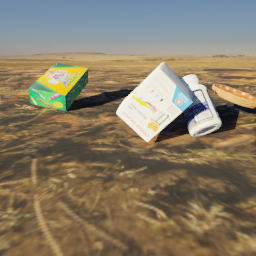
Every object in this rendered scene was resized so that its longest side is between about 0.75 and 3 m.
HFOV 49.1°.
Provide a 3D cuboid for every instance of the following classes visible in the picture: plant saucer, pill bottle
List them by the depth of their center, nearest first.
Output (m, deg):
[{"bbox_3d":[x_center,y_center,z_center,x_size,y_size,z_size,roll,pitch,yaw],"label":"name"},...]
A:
[{"bbox_3d":[1.928,-0.653,7.928,0.901,1.622,0.901,-15,-20,-6],"label":"pill bottle"},{"bbox_3d":[3.834,-1.110,9.908,1.804,0.291,1.804,15,21,-6],"label":"plant saucer"}]

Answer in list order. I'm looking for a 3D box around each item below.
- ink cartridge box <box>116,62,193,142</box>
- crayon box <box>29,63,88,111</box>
[{"bbox_3d":[0.701,-0.676,7.233,1.158,1.573,1.138,43,24,-7],"label":"ink cartridge box"},{"bbox_3d":[-2.884,-1.843,12.075,1.570,0.770,2.644,11,37,7],"label":"crayon box"}]
